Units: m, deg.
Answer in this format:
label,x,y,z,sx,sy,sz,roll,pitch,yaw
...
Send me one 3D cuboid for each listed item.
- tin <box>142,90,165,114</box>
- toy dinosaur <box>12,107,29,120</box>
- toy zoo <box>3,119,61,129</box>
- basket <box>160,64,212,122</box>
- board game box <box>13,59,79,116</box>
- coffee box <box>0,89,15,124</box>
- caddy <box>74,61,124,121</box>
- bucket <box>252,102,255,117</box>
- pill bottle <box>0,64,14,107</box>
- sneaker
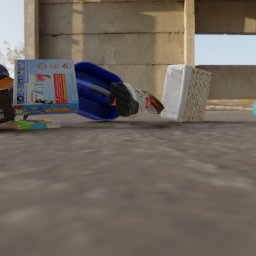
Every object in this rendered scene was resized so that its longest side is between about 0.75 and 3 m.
label,x,y,z,sx,sy,sz,roll,pitch,yaw
tin,0.768,-0.930,10.363,0.987,0.369,1.762,38,-3,-12
toy dinosaur,-4.689,-0.968,10.648,2.741,1.055,1.402,34,22,20
toy zoo,-2.478,-0.115,7.597,1.428,0.146,0.937,-4,9,-45
basket,2.201,-1.279,10.649,1.276,2.068,1.402,4,8,-21
board game box,-2.380,-1.215,8.142,1.720,1.756,0.491,-3,-32,-15
coffee box,-4.010,-0.461,6.962,2.055,0.820,1.161,2,16,31
caddy,-1.289,-1.334,10.678,2.714,1.918,1.424,21,-15,-27
bucket,3.863,-0.499,7.587,0.806,0.806,0.524,-1,19,-18
pill bottle,-5.017,-1.652,9.173,2.914,1.548,1.548,26,8,6
sneaker,0.216,-0.859,8.445,1.231,0.927,2.634,6,12,-16
